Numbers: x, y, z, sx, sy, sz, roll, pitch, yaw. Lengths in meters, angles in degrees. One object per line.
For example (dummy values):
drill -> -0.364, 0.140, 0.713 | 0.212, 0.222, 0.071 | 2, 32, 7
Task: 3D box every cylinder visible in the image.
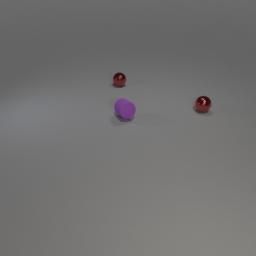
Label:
cylinder -> -0.127, -0.810, 11.466 | 0.700, 0.700, 0.700 | -13, 23, -19

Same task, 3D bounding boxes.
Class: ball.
ball -> -0.429, -2.481, 14.275 | 0.700, 0.700, 0.700 | 0, 32, 0
ball -> 3.232, -1.034, 12.039 | 0.700, 0.700, 0.700 | 0, 32, 0
